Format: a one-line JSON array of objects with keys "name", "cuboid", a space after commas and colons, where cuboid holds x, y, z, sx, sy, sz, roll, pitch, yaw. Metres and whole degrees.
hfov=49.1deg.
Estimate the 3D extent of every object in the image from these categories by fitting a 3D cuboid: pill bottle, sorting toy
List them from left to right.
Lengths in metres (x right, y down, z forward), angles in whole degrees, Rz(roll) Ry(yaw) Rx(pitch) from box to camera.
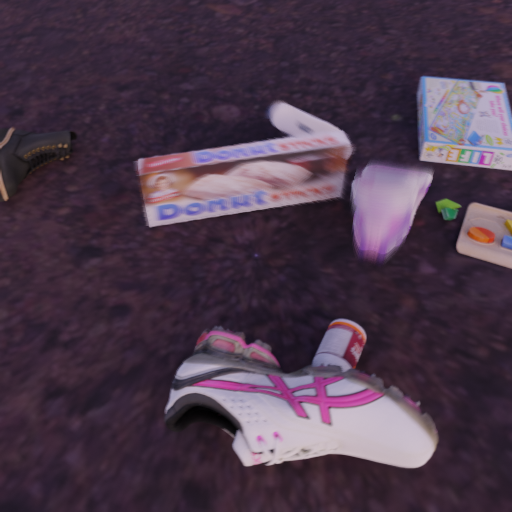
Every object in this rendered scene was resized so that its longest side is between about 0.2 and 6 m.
[{"name": "pill bottle", "cuboid": [1.045, 1.326, 7.276, 0.523, 0.523, 0.955, 18, 48, 17]}, {"name": "sorting toy", "cuboid": [3.711, -0.450, 9.211, 1.661, 0.244, 1.227, 19, 49, 17]}]

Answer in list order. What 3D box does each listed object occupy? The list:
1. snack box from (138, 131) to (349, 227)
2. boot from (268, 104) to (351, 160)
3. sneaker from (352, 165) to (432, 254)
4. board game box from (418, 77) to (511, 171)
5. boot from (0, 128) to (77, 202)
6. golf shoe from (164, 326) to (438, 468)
[{"name": "snack box", "cuboid": [-0.178, -1.272, 9.275, 3.374, 1.213, 0.410, -10, 52, -9]}, {"name": "boot", "cuboid": [1.015, -2.396, 10.681, 1.709, 0.622, 0.772, 30, 15, -15]}, {"name": "sneaker", "cuboid": [2.072, -0.744, 8.806, 1.057, 1.162, 2.628, 10, 20, 21]}, {"name": "board game box", "cuboid": [4.196, -2.748, 11.320, 1.733, 0.441, 2.578, 8, 46, 8]}, {"name": "boot", "cuboid": [-4.012, -1.778, 10.218, 1.363, 0.763, 1.970, -5, 46, -12]}, {"name": "golf shoe", "cuboid": [0.428, 1.901, 6.387, 3.071, 1.115, 1.414, 12, 50, 24]}]
